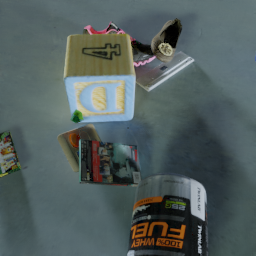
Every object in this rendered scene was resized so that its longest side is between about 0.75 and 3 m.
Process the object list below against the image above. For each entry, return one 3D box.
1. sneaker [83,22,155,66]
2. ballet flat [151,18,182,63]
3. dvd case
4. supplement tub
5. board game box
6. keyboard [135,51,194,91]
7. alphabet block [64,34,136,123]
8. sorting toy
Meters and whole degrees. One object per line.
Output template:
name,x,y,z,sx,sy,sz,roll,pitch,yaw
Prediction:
sneaker,-0.331,-3.026,9.948,2.853,1.361,1.127,4,34,1
ballet flat,1.509,-3.265,10.117,0.926,0.637,2.749,38,45,-12
dvd case,-0.444,0.896,7.109,1.602,0.176,1.170,7,55,-21
supplement tub,0.798,2.351,5.605,1.576,1.576,2.573,6,52,4
board game box,-3.514,0.717,7.823,0.735,0.165,1.403,-24,55,-14
keyboard,1.357,-2.094,10.102,2.472,0.132,0.696,-36,55,-25
alphabet block,-0.820,-1.499,8.472,1.914,1.904,1.949,-1,51,-5
sorting toy,-1.263,0.263,7.415,1.150,0.229,1.555,-24,85,-43
